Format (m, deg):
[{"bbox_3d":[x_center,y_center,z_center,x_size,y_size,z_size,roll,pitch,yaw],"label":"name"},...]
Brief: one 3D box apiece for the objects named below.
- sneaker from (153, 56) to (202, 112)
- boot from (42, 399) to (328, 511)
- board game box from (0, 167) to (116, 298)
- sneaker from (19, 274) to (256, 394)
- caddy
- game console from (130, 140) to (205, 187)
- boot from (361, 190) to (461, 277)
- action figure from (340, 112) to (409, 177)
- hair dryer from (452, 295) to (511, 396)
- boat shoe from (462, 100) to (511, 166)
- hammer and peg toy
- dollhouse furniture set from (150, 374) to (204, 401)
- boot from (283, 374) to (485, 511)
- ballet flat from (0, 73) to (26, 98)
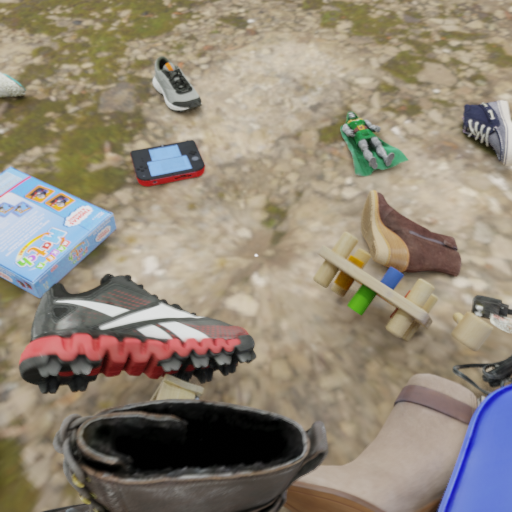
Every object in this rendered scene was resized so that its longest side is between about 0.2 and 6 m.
[{"bbox_3d":[-1.770,-3.712,12.158,0.661,0.709,1.789,-24,52,-23],"label":"sneaker"},{"bbox_3d":[-1.221,2.210,4.946,3.476,3.026,1.203,-5,47,-5],"label":"boot"},{"bbox_3d":[-3.843,-0.475,9.269,2.385,0.436,1.804,23,51,21],"label":"board game box"},{"bbox_3d":[-1.316,0.851,6.694,2.762,0.976,1.350,3,58,-23],"label":"sneaker"},{"bbox_3d":[3.112,2.679,5.443,2.372,1.761,3.355,37,54,3],"label":"caddy"},{"bbox_3d":[-1.693,-1.802,10.698,1.294,0.201,1.145,-12,48,-12],"label":"game console"},{"bbox_3d":[2.510,-0.358,9.201,1.422,0.618,1.709,8,45,-8],"label":"boot"},{"bbox_3d":[2.132,-2.315,11.025,1.057,0.489,1.789,-13,44,-7],"label":"action figure"},{"bbox_3d":[3.800,1.498,7.186,2.412,0.655,1.837,15,42,17],"label":"hair dryer"},{"bbox_3d":[4.540,-2.393,11.017,0.880,0.708,1.897,0,41,14],"label":"boat shoe"},{"bbox_3d":[1.910,0.649,7.506,2.250,1.655,0.793,35,93,21],"label":"hammer and peg toy"},{"bbox_3d":[-0.680,2.228,6.548,1.359,0.952,0.958,23,45,-11],"label":"dollhouse furniture set"},{"bbox_3d":[1.704,2.238,6.373,2.758,0.969,2.017,19,50,7],"label":"boot"},{"bbox_3d":[-5.701,-3.810,12.475,0.572,0.572,1.594,-36,53,-29],"label":"ballet flat"}]
